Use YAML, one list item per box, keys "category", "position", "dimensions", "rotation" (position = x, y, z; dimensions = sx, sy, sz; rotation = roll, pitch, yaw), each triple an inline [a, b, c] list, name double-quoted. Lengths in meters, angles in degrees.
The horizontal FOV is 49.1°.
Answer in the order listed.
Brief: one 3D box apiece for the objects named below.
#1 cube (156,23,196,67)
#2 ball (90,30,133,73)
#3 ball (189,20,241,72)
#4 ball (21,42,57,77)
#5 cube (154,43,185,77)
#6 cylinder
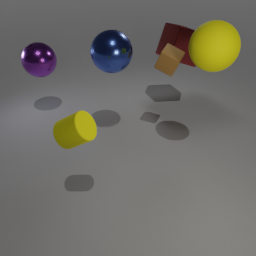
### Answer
- category: "cube"
  position: [2.282, -3.620, 12.179]
  dimensions: [1.400, 1.400, 1.400]
  rotation: [9, 20, -26]
- category: "ball"
  position: [-0.543, -2.520, 9.279]
  dimensions: [1.400, 1.400, 1.400]
  rotation: [0, 32, 0]
- category: "ball"
  position: [2.429, -2.297, 7.904]
  dimensions: [1.400, 1.400, 1.400]
  rotation: [0, 32, 0]
- category: "ball"
  position: [-3.626, -2.774, 11.439]
  dimensions: [1.400, 1.400, 1.400]
  rotation: [0, 32, 0]
- category: "cube"
  position: [1.441, -2.350, 9.684]
  dimensions: [0.700, 0.700, 0.700]
  rotation: [30, 49, 4]
- category: "cylinder"
  position: [-1.177, 0.049, 6.241]
  dimensions: [0.700, 0.700, 0.700]
  rotation: [-21, 21, 29]
